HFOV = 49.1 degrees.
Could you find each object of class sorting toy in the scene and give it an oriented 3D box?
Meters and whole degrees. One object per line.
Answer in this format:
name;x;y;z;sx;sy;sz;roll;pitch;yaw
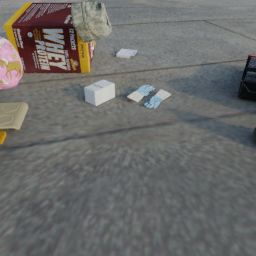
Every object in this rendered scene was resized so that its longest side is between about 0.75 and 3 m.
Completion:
sorting toy;-3.797;-0.147;7.902;1.553;0.279;2.084;1;33;-7

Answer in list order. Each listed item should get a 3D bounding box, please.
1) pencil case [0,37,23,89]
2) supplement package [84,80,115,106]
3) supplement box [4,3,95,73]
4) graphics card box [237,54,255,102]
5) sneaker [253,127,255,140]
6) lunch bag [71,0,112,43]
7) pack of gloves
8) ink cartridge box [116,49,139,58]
pencil case;-2.546;-0.720;3.999;0.909;0.949;2.195;8;30;24
supplement package;-0.921;-1.168;9.188;0.521;0.523;0.892;25;41;33
supplement box;-2.991;-3.820;11.686;2.941;1.953;2.901;0;39;0
graphics card box;5.004;-1.753;9.883;1.828;0.741;2.913;14;34;19
sneaker;4.457;0.023;6.325;2.845;1.643;1.076;23;39;31
lunch bag;-1.119;-3.367;8.850;1.046;1.247;0.869;-9;71;6
pack of gloves;0.700;-1.002;9.313;1.001;0.235;1.191;30;46;22
ink cartridge box;-0.010;-3.448;13.001;0.859;0.174;0.858;9;34;14
